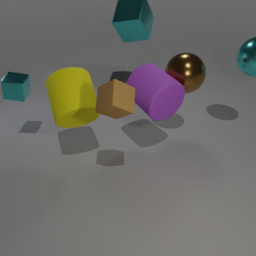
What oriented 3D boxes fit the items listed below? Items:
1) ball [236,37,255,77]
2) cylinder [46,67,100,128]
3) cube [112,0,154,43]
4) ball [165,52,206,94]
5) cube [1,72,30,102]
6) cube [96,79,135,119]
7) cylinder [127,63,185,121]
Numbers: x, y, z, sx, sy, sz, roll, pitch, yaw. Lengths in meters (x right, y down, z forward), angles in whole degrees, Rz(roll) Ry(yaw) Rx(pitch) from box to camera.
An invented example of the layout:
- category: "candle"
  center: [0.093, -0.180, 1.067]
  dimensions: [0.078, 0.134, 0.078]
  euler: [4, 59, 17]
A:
- category: "ball"
  center: [4.572, -2.499, 9.877]
  dimensions: [1.400, 1.400, 1.400]
  euler: [0, 31, 0]
- category: "cylinder"
  center: [-1.692, -0.904, 8.619]
  dimensions: [1.400, 1.400, 1.400]
  euler: [-12, 71, -19]
- category: "cube"
  center: [0.271, -5.064, 13.133]
  dimensions: [1.400, 1.400, 1.400]
  euler: [1, 67, 25]
- category: "ball"
  center: [1.972, -1.891, 9.685]
  dimensions: [1.400, 1.400, 1.400]
  euler: [0, 31, 0]
- category: "cube"
  center: [-3.761, -1.391, 9.433]
  dimensions: [0.700, 0.700, 0.700]
  euler: [8, 39, -4]
- category: "cube"
  center: [-0.313, -0.704, 7.023]
  dimensions: [0.700, 0.700, 0.700]
  euler: [18, -23, -39]
- category: "cylinder"
  center: [0.869, -1.171, 9.093]
  dimensions: [1.400, 1.400, 1.400]
  euler: [-18, 46, -27]
